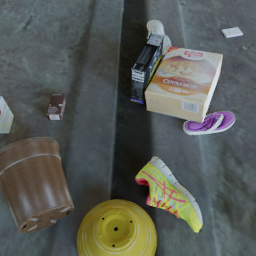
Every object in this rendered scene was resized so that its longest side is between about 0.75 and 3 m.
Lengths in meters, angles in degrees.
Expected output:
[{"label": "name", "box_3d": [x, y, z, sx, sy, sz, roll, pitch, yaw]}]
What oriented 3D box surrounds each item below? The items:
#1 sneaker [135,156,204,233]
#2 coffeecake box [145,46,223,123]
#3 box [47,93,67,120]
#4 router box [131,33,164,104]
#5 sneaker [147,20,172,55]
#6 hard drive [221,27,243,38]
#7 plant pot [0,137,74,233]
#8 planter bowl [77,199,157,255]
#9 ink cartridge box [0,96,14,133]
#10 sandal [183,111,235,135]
[{"label": "sneaker", "box_3d": [1.219, 2.187, 8.639, 1.217, 1.053, 2.695, -33, 54, -12]}, {"label": "coffeecake box", "box_3d": [2.290, -1.843, 11.255, 2.269, 1.080, 2.955, 15, 55, 20]}, {"label": "box", "box_3d": [-2.813, -0.851, 11.110, 0.557, 0.416, 1.111, 1, 52, 1]}, {"label": "router box", "box_3d": [0.786, -2.413, 11.380, 0.596, 1.794, 2.282, 18, 56, 13]}, {"label": "sneaker", "box_3d": [1.303, -4.349, 13.399, 1.018, 0.871, 2.338, -16, 55, -6]}, {"label": "hard drive", "box_3d": [5.263, -4.833, 14.169, 0.889, 0.113, 0.587, -12, 55, -9]}, {"label": "plant pot", "box_3d": [-2.739, 1.750, 8.294, 2.159, 2.159, 2.138, -22, 64, -15]}, {"label": "planter bowl", "box_3d": [-0.333, 2.997, 7.965, 2.378, 0.990, 2.378, 0, 55, 0]}, {"label": "ink cartridge box", "box_3d": [-4.932, -0.459, 10.335, 0.870, 1.203, 0.874, -2, 54, 2]}, {"label": "sandal", "box_3d": [3.128, -0.227, 10.568, 2.112, 0.519, 0.859, -17, 56, -10]}]
